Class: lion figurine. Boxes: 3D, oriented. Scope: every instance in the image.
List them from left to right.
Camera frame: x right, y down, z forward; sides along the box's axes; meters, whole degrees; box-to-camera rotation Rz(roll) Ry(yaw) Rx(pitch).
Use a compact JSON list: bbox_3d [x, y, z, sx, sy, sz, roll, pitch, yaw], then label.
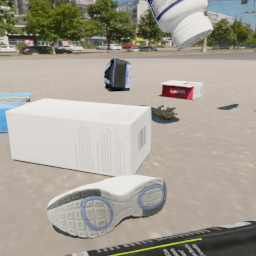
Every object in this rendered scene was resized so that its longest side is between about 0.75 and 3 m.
[{"bbox_3d":[1.258,-0.552,9.899,0.732,0.433,1.195,-19,11,-30],"label":"lion figurine"}]

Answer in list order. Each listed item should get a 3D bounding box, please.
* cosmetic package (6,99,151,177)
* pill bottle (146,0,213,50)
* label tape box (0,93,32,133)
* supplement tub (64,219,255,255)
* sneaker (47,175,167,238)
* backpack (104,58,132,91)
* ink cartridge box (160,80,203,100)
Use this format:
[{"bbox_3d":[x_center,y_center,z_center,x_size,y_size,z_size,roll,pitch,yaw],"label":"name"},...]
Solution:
[{"bbox_3d":[-1.028,0.097,6.220,2.823,1.197,1.519,6,19,20],"label":"cosmetic package"},{"bbox_3d":[1.171,-3.113,6.845,1.290,2.156,1.290,-25,0,0],"label":"pill bottle"},{"bbox_3d":[-4.152,-0.539,9.051,1.753,0.769,2.430,-2,17,-7],"label":"label tape box"},{"bbox_3d":[0.268,1.388,1.709,2.222,1.361,1.361,-4,17,-14],"label":"supplement tub"},{"bbox_3d":[-0.314,1.087,4.193,1.841,0.686,0.802,-2,5,-32],"label":"sneaker"},{"bbox_3d":[-0.652,-2.920,15.603,1.254,1.702,1.864,3,4,-19],"label":"backpack"},{"bbox_3d":[2.504,-1.811,13.371,1.653,0.693,1.451,12,21,34],"label":"ink cartridge box"}]
